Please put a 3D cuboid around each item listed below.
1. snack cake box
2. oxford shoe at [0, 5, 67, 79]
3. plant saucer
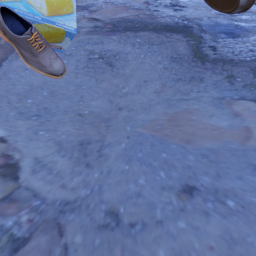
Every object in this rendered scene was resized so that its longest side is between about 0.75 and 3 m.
[{"bbox_3d":[-2.515,-2.798,6.057,2.663,0.895,1.532,8,67,-32],"label":"snack cake box"},{"bbox_3d":[-1.566,-1.348,4.557,0.511,1.433,0.522,-57,24,-16],"label":"oxford shoe"},{"bbox_3d":[1.961,-2.964,5.925,0.279,1.523,1.523,-47,49,-5],"label":"plant saucer"}]
